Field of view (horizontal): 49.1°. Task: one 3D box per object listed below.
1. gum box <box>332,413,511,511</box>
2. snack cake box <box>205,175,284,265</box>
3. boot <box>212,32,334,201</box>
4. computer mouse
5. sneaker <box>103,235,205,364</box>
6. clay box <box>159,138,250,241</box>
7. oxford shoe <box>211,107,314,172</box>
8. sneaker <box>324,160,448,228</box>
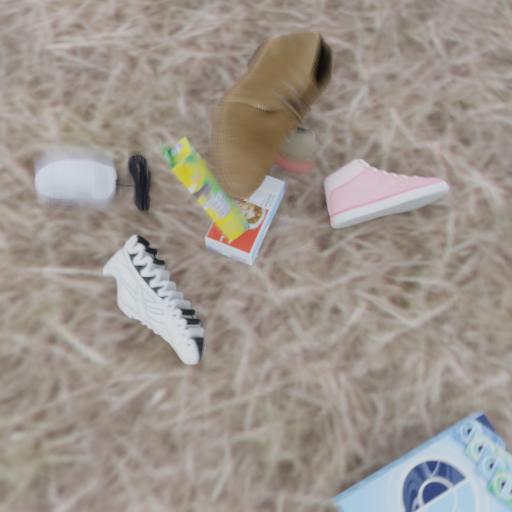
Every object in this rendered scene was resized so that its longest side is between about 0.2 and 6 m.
[{"bbox_3d":[2.749,3.837,7.961,2.556,0.569,2.172,-28,73,-9],"label":"gum box"},{"bbox_3d":[-0.178,-0.693,9.553,0.857,0.501,1.490,22,72,8],"label":"snack cake box"},{"bbox_3d":[0.284,-2.237,8.414,1.186,1.157,3.143,-3,56,39],"label":"boot"},{"bbox_3d":[-2.795,-1.300,9.591,1.969,0.432,1.080,1,67,-8],"label":"computer mouse"},{"bbox_3d":[-1.617,0.810,8.952,0.936,0.868,2.309,-35,72,3],"label":"sneaker"},{"bbox_3d":[-0.786,-1.086,8.368,0.398,0.962,1.674,-35,119,5],"label":"clay box"},{"bbox_3d":[0.137,-2.256,9.674,2.148,0.803,0.757,30,40,22],"label":"oxford shoe"},{"bbox_3d":[2.158,-1.247,9.588,2.087,0.786,1.091,-15,77,-1],"label":"sneaker"}]
